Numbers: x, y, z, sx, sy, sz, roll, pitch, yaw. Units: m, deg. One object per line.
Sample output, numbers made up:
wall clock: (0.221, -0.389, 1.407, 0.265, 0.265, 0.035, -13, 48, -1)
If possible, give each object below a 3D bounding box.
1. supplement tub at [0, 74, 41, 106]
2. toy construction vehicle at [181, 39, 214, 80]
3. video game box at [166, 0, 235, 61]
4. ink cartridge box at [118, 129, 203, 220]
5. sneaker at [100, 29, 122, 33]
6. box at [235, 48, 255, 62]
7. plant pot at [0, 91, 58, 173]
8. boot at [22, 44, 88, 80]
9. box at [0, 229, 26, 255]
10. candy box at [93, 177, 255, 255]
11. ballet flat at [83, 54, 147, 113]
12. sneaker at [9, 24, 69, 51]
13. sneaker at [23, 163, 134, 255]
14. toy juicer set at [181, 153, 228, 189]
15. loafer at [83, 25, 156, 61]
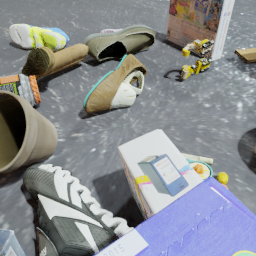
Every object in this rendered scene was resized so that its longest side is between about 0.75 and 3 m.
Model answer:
supplement tub: (-3.203, -0.883, 7.459, 1.589, 0.974, 0.974, -13, 41, -15)
toy construction vehicle: (2.159, -2.224, 8.920, 1.382, 1.203, 0.487, -31, 60, -25)
video game box: (2.526, -4.090, 10.302, 0.615, 2.396, 2.629, -23, 45, -25)
ink cartridge box: (0.677, 1.210, 4.421, 0.873, 1.449, 1.994, -22, 43, -9)
sneaker: (-0.406, -3.746, 11.371, 1.549, 0.623, 0.685, -4, 32, -12)
box: (4.721, -2.725, 10.423, 1.131, 0.120, 0.925, -6, 40, -8)
plant pot: (-2.183, 0.170, 5.689, 1.533, 1.330, 1.533, -4, 78, 22)
boot: (-2.073, -2.231, 8.685, 2.147, 0.710, 1.880, -35, 13, -39)
box: (-1.722, 1.762, 2.700, 1.936, 2.827, 0.564, 7, 42, 9)
candy box: (0.021, 2.087, 2.350, 2.330, 2.756, 1.062, -24, 45, -27)
ballet flat: (-0.150, -1.201, 8.055, 1.072, 1.005, 2.963, 28, 40, 4)
sneaker: (-3.397, -3.559, 11.016, 2.375, 0.900, 1.248, 19, 29, 14)
sneaker: (-1.010, 1.575, 4.422, 2.911, 0.967, 1.317, 30, 45, 29)
toy juicer set: (1.593, 0.886, 5.751, 0.871, 0.373, 1.369, -3, 38, -3)
loafer: (-0.165, -2.921, 10.111, 2.819, 1.060, 0.982, -18, 57, -19)
